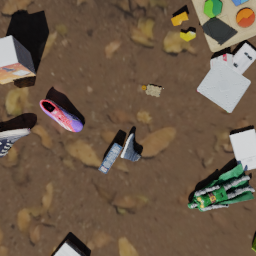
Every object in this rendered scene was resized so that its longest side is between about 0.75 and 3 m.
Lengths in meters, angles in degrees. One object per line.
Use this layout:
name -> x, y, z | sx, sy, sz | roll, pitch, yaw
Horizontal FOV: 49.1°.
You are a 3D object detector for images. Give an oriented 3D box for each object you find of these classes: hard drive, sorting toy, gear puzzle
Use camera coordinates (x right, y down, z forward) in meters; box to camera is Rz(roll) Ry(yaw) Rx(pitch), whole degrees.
hard drive -> 4.472, 0.838, 10.537 | 0.935, 0.186, 1.418 | -15, 87, -1
sorting toy -> 3.143, -3.877, 9.985 | 2.935, 0.393, 2.187 | -19, 107, 28
gear puzzle -> 0.875, -1.441, 10.701 | 0.760, 0.099, 0.393 | 15, 89, 4

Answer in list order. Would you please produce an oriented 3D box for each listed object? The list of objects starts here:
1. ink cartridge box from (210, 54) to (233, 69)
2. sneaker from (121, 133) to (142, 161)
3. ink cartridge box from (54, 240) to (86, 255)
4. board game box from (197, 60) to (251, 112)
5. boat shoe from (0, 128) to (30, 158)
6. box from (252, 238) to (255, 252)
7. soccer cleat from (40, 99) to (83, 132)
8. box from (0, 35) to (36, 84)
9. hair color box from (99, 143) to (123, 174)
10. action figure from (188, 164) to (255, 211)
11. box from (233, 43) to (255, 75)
ink cartridge box -> 3.470, -2.345, 10.373 | 0.331, 0.795, 0.577 | -1, 87, -27
sneaker -> 0.240, 0.752, 10.411 | 0.725, 0.381, 1.003 | 22, 97, 12
ink cartridge box -> -2.276, 5.007, 10.328 | 1.114, 0.344, 1.374 | 41, 97, 1
board game box -> 2.507, -1.093, 7.366 | 1.058, 0.137, 1.058 | 36, 79, 4
boat shoe -> -4.490, 0.589, 10.348 | 1.971, 0.736, 0.914 | -11, 94, 7
box -> 5.562, 3.733, 10.241 | 1.292, 0.505, 2.118 | 23, 88, 1
soccer cleat -> -2.480, -0.448, 10.356 | 1.822, 0.667, 0.621 | 36, 88, 2
box -> -4.282, -2.332, 9.875 | 1.367, 1.795, 0.954 | -15, 87, -1
hair color box -> -0.628, 1.102, 10.334 | 0.343, 0.568, 1.135 | 32, 88, 2
action figure -> 3.330, 2.437, 10.274 | 2.414, 0.660, 1.426 | -23, 91, 2
box -> 4.270, -2.527, 10.610 | 0.690, 0.356, 1.183 | 40, 88, 2
